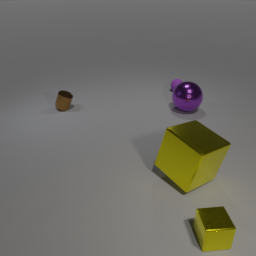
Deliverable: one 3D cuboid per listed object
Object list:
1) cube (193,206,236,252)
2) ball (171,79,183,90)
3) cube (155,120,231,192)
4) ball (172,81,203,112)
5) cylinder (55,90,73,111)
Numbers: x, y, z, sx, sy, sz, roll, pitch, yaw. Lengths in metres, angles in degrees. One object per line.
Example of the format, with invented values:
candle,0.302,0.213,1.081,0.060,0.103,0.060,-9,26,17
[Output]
cube,2.010,2.363,6.588,0.700,0.700,0.700,-3,29,-5
ball,2.682,-2.326,15.252,0.700,0.700,0.700,0,28,0
cube,1.892,0.786,8.367,1.400,1.400,1.400,-13,40,-38
ball,2.729,-1.440,12.884,1.400,1.400,1.400,0,28,0
cylinder,-3.005,-1.290,13.134,0.700,0.700,0.700,19,31,-12
